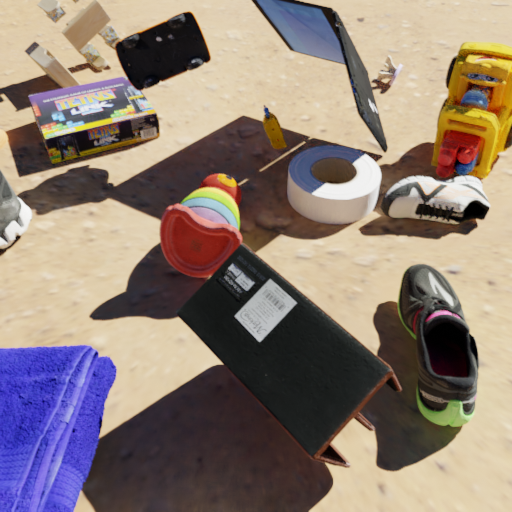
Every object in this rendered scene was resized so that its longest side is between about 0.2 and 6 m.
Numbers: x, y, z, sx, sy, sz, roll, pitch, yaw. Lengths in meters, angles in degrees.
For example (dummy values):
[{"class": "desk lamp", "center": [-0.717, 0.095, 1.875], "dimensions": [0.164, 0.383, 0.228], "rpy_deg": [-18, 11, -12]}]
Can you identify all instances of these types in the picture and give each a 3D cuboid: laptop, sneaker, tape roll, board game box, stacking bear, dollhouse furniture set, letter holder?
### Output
[{"class": "laptop", "center": [1.175, -3.224, 10.040], "dimensions": [1.434, 2.462, 2.778], "rpy_deg": [-16, 80, 21]}, {"class": "sneaker", "center": [2.974, -0.872, 9.186], "dimensions": [1.848, 0.681, 0.739], "rpy_deg": [-8, 46, -7]}, {"class": "tape roll", "center": [1.330, -1.255, 9.658], "dimensions": [1.586, 0.555, 1.586], "rpy_deg": [-1, 44, 0]}, {"class": "board game box", "center": [-3.241, -2.790, 11.197], "dimensions": [2.164, 0.614, 1.789], "rpy_deg": [-19, 49, -19]}, {"class": "sneaker", "center": [2.379, 0.927, 7.084], "dimensions": [0.915, 0.999, 2.385], "rpy_deg": [0, 44, 0]}, {"class": "stacking bear", "center": [-0.711, -0.629, 8.699], "dimensions": [1.160, 1.086, 1.910], "rpy_deg": [22, 35, -4]}, {"class": "dollhouse furniture set", "center": [-4.009, -4.788, 12.523], "dimensions": [1.934, 1.777, 1.259], "rpy_deg": [-47, 55, -4]}, {"class": "sneaker", "center": [-4.521, -0.139, 7.741], "dimensions": [1.187, 1.616, 3.572], "rpy_deg": [10, 45, 12]}, {"class": "letter holder", "center": [0.438, 1.132, 6.189], "dimensions": [1.091, 1.543, 2.170], "rpy_deg": [-47, 57, -4]}]

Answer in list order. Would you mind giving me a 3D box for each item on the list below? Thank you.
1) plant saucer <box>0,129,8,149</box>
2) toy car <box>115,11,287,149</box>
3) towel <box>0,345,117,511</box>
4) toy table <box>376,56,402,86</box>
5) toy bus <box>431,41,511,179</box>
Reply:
[{"class": "plant saucer", "center": [-5.430, -2.275, 10.970], "dimensions": [1.028, 0.192, 1.028], "rpy_deg": [0, 45, 0]}, {"class": "toy car", "center": [-0.956, -2.938, 10.126], "dimensions": [1.573, 3.208, 1.067], "rpy_deg": [-36, 27, 15]}, {"class": "towel", "center": [-2.872, 2.069, 5.626], "dimensions": [2.359, 0.791, 3.194], "rpy_deg": [2, 32, 0]}, {"class": "toy table", "center": [3.025, -4.172, 12.677], "dimensions": [0.395, 0.620, 0.675], "rpy_deg": [29, 37, 6]}, {"class": "toy bus", "center": [3.759, -2.362, 9.804], "dimensions": [1.407, 2.073, 1.990], "rpy_deg": [22, 55, 25]}]
